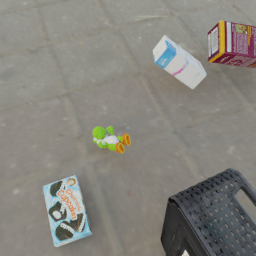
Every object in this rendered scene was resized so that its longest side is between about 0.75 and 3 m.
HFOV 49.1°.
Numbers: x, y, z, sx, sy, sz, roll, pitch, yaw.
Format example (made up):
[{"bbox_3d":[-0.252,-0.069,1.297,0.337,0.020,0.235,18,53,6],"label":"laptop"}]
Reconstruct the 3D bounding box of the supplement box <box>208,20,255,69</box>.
[{"bbox_3d":[3.318,-2.407,8.227,1.783,0.764,0.984,5,81,-13],"label":"supplement box"}]

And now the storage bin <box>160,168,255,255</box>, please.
[{"bbox_3d":[1.508,2.084,4.739,1.180,2.517,1.702,-22,54,-14],"label":"storage bin"}]

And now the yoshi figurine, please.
[{"bbox_3d":[-0.506,0.243,6.909,1.091,0.613,0.611,9,90,41],"label":"yoshi figurine"}]

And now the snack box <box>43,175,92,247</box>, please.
[{"bbox_3d":[-1.375,1.826,6.279,0.799,0.255,1.376,-19,59,-7],"label":"snack box"}]

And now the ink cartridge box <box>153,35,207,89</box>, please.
[{"bbox_3d":[1.468,-1.892,8.083,1.431,0.606,1.034,30,30,-17],"label":"ink cartridge box"}]
